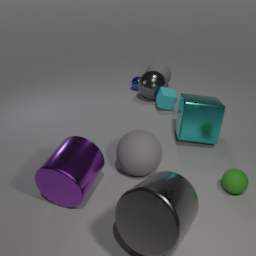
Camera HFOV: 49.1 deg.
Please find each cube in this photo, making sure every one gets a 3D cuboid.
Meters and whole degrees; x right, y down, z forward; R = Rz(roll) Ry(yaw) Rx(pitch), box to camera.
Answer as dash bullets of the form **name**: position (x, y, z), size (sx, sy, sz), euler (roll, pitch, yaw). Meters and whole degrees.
- **cube**: position (1.734, -1.329, 12.635), size (0.700, 0.700, 0.700), euler (10, 39, -14)
- **cube**: position (2.562, -0.376, 10.213), size (1.400, 1.400, 1.400), euler (7, 20, 3)

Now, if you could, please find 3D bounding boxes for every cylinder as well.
- **cylinder**: position (0.658, 1.768, 6.032), size (1.400, 1.400, 1.400), euler (16, 14, 26)
- **cylinder**: position (-1.535, 1.161, 7.595), size (1.400, 1.400, 1.400), euler (10, 37, 17)

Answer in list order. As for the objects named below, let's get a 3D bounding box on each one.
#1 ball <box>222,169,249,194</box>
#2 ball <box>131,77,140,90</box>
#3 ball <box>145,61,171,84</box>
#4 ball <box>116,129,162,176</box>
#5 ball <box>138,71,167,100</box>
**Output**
- **ball**: position (2.993, 1.486, 7.832), size (0.700, 0.700, 0.700), euler (0, 29, 0)
- **ball**: position (0.516, -2.376, 14.875), size (0.700, 0.700, 0.700), euler (0, 29, 0)
- **ball**: position (1.618, -2.863, 15.047), size (1.400, 1.400, 1.400), euler (0, 29, 0)
- **ball**: position (0.342, 0.745, 8.510), size (1.400, 1.400, 1.400), euler (0, 29, 0)
- **ball**: position (1.187, -2.074, 13.597), size (1.400, 1.400, 1.400), euler (0, 29, 0)
